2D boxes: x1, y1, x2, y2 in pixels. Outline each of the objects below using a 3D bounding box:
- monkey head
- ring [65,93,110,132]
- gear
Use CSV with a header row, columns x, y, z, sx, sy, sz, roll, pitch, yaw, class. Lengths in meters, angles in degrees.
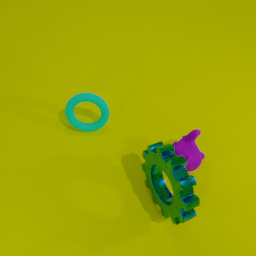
x,y,z,sx,sy,sz,roll,pitch,yaw,class
1.698,0.638,7.574,1.091,1.517,0.914,-45,70,28,monkey head
-1.190,-0.446,8.210,1.305,1.305,0.261,-1,36,0,ring
0.971,1.337,6.890,0.367,1.985,1.985,-17,65,-21,gear
